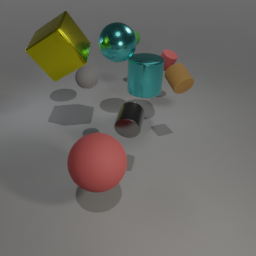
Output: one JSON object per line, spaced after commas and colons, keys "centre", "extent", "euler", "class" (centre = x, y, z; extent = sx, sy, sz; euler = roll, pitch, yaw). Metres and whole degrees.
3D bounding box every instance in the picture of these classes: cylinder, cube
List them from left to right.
{"centre": [-2.247, -2.687, 9.293], "extent": [1.400, 1.400, 1.400], "euler": [-24, 39, 22], "class": "cube"}
{"centre": [0.046, -0.216, 7.467], "extent": [0.700, 0.700, 0.700], "euler": [7, 46, 10], "class": "cylinder"}
{"centre": [0.680, -2.099, 11.127], "extent": [1.400, 1.400, 1.400], "euler": [2, 31, -1], "class": "cylinder"}
{"centre": [1.748, -3.013, 12.487], "extent": [0.700, 0.700, 0.700], "euler": [15, 45, -15], "class": "cylinder"}
{"centre": [1.615, -1.564, 8.855], "extent": [0.700, 0.700, 0.700], "euler": [-13, 59, -20], "class": "cylinder"}

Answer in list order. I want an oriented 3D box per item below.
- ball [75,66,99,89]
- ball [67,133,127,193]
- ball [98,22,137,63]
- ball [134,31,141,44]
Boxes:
{"centre": [-1.244, -1.531, 8.481], "extent": [0.700, 0.700, 0.700], "euler": [0, 32, 0], "class": "ball"}
{"centre": [-0.722, 0.811, 6.635], "extent": [1.400, 1.400, 1.400], "euler": [0, 32, 0], "class": "ball"}
{"centre": [-0.380, -3.097, 10.172], "extent": [1.400, 1.400, 1.400], "euler": [0, 32, 0], "class": "ball"}
{"centre": [0.257, -4.346, 13.578], "extent": [0.700, 0.700, 0.700], "euler": [0, 32, 0], "class": "ball"}
